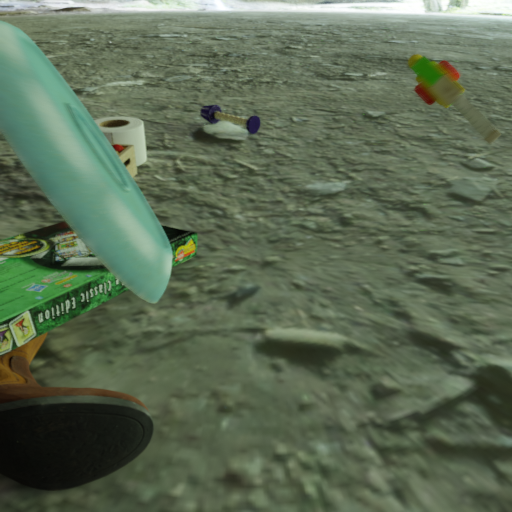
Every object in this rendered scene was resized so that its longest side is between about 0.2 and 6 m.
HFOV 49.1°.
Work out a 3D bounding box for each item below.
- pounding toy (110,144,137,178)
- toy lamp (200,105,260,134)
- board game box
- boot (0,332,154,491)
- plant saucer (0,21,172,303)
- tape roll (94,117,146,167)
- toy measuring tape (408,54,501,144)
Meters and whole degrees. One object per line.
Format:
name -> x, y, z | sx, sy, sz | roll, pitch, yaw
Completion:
pounding toy -> -3.229, -2.006, 11.978 | 1.224, 0.945, 1.330 | 5, 30, 10
toy lamp -> -0.775, -3.875, 15.772 | 1.967, 0.573, 0.573 | 25, 37, 33
board game box -> -2.864, 0.186, 7.753 | 2.234, 0.500, 4.264 | 14, 22, 23
boot -> -2.577, 1.312, 6.412 | 2.843, 1.034, 3.020 | -11, 23, -4
plant saucer -> -1.507, -0.857, 4.914 | 0.386, 2.817, 2.817 | -32, 34, -2
tape roll -> -3.291, -2.679, 13.218 | 1.330, 0.913, 1.330 | 0, 28, 0
toy measuring tape -> 3.431, -2.739, 9.767 | 0.773, 0.773, 2.103 | -29, 73, -41
